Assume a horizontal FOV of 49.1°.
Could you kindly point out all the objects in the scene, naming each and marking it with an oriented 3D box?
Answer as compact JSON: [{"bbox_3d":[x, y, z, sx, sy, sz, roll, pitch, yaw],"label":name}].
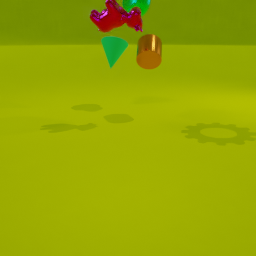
[{"bbox_3d":[0.693,-2.474,9.115,0.815,0.815,0.815,2,57,5],"label":"cylinder"},{"bbox_3d":[-0.573,-2.705,10.492,1.039,1.043,1.039,8,-8,1],"label":"cone"},{"bbox_3d":[0.207,-4.614,10.313,1.782,1.108,0.872,-25,-28,37],"label":"teapot"},{"bbox_3d":[-0.271,-3.138,8.155,1.347,1.325,0.739,-31,34,24],"label":"cow figurine"}]
